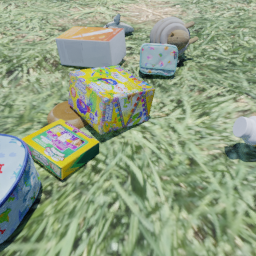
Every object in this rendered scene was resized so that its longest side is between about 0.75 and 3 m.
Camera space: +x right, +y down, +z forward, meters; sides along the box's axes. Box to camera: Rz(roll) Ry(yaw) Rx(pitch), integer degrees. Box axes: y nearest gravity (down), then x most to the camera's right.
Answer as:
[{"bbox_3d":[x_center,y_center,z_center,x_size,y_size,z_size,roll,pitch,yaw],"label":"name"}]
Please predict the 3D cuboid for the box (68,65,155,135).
[{"bbox_3d":[-0.538,-0.949,8.388,1.800,1.140,1.868,-16,42,-35],"label":"box"}]

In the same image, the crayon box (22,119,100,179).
[{"bbox_3d":[-1.756,0.487,7.373,1.532,0.447,1.322,28,43,27],"label":"crayon box"}]

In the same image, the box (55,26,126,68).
[{"bbox_3d":[-1.420,-3.211,11.104,2.319,1.131,1.443,9,40,19],"label":"box"}]

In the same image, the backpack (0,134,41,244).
[{"bbox_3d":[-3.461,0.984,5.636,2.873,2.111,2.629,13,46,9],"label":"backpack"}]

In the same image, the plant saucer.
[{"bbox_3d":[-1.808,-0.464,8.750,1.456,0.258,1.456,1,40,0],"label":"plant saucer"}]

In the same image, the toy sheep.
[{"bbox_3d":[1.742,-3.735,11.565,1.768,1.768,2.564,-11,21,-13],"label":"toy sheep"}]

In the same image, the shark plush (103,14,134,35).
[{"bbox_3d":[-0.694,-4.449,13.069,0.978,1.067,2.348,44,45,2],"label":"shark plush"}]

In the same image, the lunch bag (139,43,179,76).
[{"bbox_3d":[1.152,-2.522,10.405,1.450,1.163,0.559,6,20,2],"label":"lunch bag"}]

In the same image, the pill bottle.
[{"bbox_3d":[3.427,0.132,7.129,1.437,0.749,0.749,14,38,-16],"label":"pill bottle"}]

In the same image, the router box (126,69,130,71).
[{"bbox_3d":[-0.328,-1.986,10.541,0.769,0.239,0.576,3,41,3],"label":"router box"}]
